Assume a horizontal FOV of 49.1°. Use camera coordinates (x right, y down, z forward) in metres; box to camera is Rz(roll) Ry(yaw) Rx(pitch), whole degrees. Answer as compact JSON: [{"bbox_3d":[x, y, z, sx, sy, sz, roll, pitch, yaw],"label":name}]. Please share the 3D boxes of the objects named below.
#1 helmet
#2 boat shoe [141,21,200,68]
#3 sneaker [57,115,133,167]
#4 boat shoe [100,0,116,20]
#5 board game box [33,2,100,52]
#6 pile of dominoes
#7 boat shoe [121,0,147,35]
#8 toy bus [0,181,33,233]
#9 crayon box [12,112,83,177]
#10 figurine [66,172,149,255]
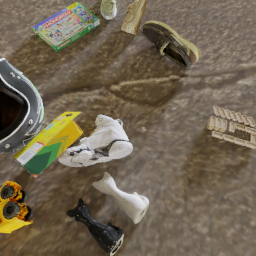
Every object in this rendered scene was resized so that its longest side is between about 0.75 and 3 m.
[{"bbox_3d":[-3.801,-0.546,8.398,2.629,2.507,2.629,-24,23,11],"label":"helmet"},{"bbox_3d":[1.508,-3.242,10.793,2.624,0.960,0.850,35,61,17],"label":"boat shoe"},{"bbox_3d":[-1.095,0.396,8.852,2.313,0.869,1.329,-9,61,-11],"label":"sneaker"},{"bbox_3d":[-0.894,-5.595,12.300,0.697,0.601,1.937,-5,61,-3],"label":"boat shoe"},{"bbox_3d":[-2.545,-4.283,11.729,2.315,0.337,1.558,-40,69,-20],"label":"board game box"},{"bbox_3d":[3.527,-0.008,9.487,1.618,0.258,1.261,17,58,1],"label":"pile of dominoes"},{"bbox_3d":[0.305,-4.982,11.854,0.763,0.848,2.350,13,67,6],"label":"boat shoe"},{"bbox_3d":[-3.455,2.315,7.862,1.219,0.862,1.270,-30,62,2],"label":"toy bus"},{"bbox_3d":[-2.329,0.400,8.536,2.236,0.568,1.420,-46,25,-21],"label":"crayon box"},{"bbox_3d":[-0.574,2.285,7.901,1.734,0.765,1.777,34,65,22],"label":"figurine"}]
